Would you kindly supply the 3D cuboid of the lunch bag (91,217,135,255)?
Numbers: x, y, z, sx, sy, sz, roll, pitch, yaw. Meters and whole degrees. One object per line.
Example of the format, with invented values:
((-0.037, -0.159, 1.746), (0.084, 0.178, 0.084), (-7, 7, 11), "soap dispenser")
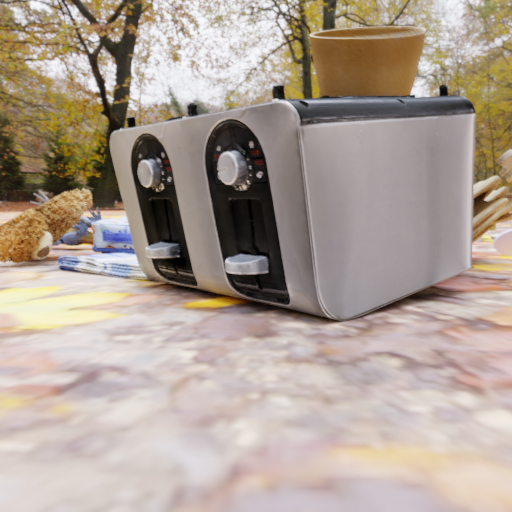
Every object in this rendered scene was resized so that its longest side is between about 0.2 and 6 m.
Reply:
((-2.231, -0.362, 11.061), (1.977, 0.747, 1.584), (2, 8, 8), "lunch bag")

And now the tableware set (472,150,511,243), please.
((3.372, -0.409, 8.681), (2.354, 0.714, 3.561), (-44, -17, 23), "tableware set")

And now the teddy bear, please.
((-3.665, -0.510, 9.937), (1.753, 0.807, 2.418), (-32, 12, -2), "teddy bear")

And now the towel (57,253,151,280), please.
((-1.749, 0.109, 8.699), (2.250, 0.268, 1.653), (4, 6, 34), "towel")

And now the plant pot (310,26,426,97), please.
((1.599, -2.415, 8.305), (1.608, 1.726, 1.608), (-2, 26, 1), "plant pot")

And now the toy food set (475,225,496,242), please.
((5.705, -0.648, 15.337), (1.304, 0.549, 1.818), (4, 16, 33), "toy food set")

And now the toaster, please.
((0.557, -0.794, 6.852), (3.672, 2.179, 3.321), (-15, 15, -40), "toaster")

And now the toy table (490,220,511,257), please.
((5.072, -0.331, 10.906), (0.900, 0.827, 0.527), (5, 24, 9), "toy table")

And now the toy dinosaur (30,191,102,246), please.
((-4.275, -0.350, 12.264), (1.973, 2.175, 1.142), (-25, 25, 37), "toy dinosaur")
